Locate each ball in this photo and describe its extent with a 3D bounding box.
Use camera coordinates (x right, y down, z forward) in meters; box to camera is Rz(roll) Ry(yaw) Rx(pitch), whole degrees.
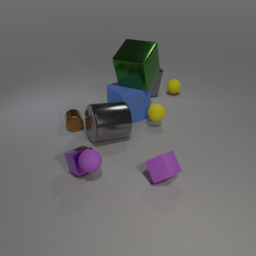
[{"bbox_3d":[2.356,-2.131,14.337,0.700,0.700,0.700,0,30,0],"label":"ball"},{"bbox_3d":[-1.120,0.975,8.296,0.700,0.700,0.700,0,30,0],"label":"ball"},{"bbox_3d":[1.150,-0.627,11.367,0.700,0.700,0.700,0,30,0],"label":"ball"}]

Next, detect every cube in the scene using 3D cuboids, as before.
[{"bbox_3d":[0.762,-2.529,14.257,1.400,1.400,1.400,-2,32,-20],"label":"cube"},{"bbox_3d":[0.019,-1.161,12.184,1.400,1.400,1.400,-17,34,-27],"label":"cube"},{"bbox_3d":[0.376,-2.596,11.438,1.400,1.400,1.400,14,55,22],"label":"cube"},{"bbox_3d":[1.073,1.163,8.450,0.700,0.700,0.700,-29,-10,33],"label":"cube"},{"bbox_3d":[-1.498,1.032,8.916,0.700,0.700,0.700,-21,14,-33],"label":"cube"}]

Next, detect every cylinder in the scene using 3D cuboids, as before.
[{"bbox_3d":[-0.746,-0.251,10.490,1.400,1.400,1.400,-7,30,-24],"label":"cylinder"},{"bbox_3d":[-2.208,-0.315,11.429,0.700,0.700,0.700,-8,31,-14],"label":"cylinder"}]
